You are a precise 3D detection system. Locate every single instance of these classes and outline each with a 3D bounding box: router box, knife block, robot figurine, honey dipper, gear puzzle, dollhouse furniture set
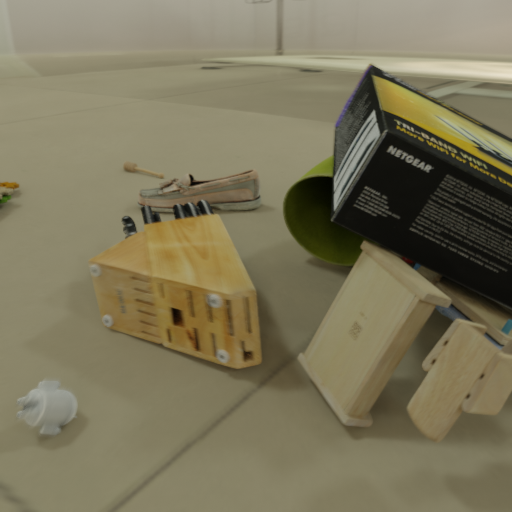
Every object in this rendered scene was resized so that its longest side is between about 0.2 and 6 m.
[{"bbox_3d":[3.044,-0.632,6.918,4.277,1.117,3.363,25,29,-7],"label":"router box"},{"bbox_3d":[-0.708,0.067,7.565,3.075,0.984,2.700,11,30,31],"label":"knife block"},{"bbox_3d":[-1.990,1.463,5.400,0.340,0.510,0.602,-17,-22,30],"label":"robot figurine"},{"bbox_3d":[-2.653,-2.016,13.241,1.213,0.230,0.230,18,30,31],"label":"honey dipper"},{"bbox_3d":[-5.687,-0.962,10.837,1.606,0.406,3.100,1,22,7],"label":"gear puzzle"},{"bbox_3d":[2.040,1.145,5.769,2.314,1.510,2.184,15,21,-31],"label":"dollhouse furniture set"}]

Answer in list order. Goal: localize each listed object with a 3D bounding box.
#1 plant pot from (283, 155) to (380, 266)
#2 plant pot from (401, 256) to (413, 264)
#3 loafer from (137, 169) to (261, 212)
[{"bbox_3d":[1.527,-1.005,8.854,1.637,1.637,1.749,13,43,26],"label":"plant pot"},{"bbox_3d":[2.711,-0.345,8.669,0.926,1.017,1.017,0,25,6],"label":"plant pot"},{"bbox_3d":[-1.129,-1.344,11.098,2.460,0.774,0.885,-1,25,-2],"label":"loafer"}]
